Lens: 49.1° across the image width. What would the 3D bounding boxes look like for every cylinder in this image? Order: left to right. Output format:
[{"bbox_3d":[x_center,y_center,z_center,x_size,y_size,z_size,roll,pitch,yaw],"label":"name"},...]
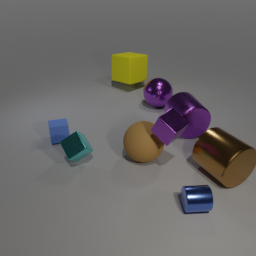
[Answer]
[{"bbox_3d":[2.339,-0.526,11.120,1.400,1.400,1.400,-7,33,-13],"label":"cylinder"},{"bbox_3d":[1.857,1.910,7.591,0.700,0.700,0.700,-2,29,-3],"label":"cylinder"},{"bbox_3d":[2.974,0.883,8.695,1.400,1.400,1.400,-15,33,-25],"label":"cylinder"}]

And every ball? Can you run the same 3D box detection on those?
[{"bbox_3d":[0.533,0.459,9.478,1.400,1.400,1.400,0,29,0],"label":"ball"},{"bbox_3d":[1.426,-1.677,13.289,1.400,1.400,1.400,0,29,0],"label":"ball"}]

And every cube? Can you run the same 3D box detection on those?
[{"bbox_3d":[-2.645,0.110,10.736,0.700,0.700,0.700,-8,26,-15],"label":"cube"},{"bbox_3d":[-1.691,0.615,9.257,0.700,0.700,0.700,-33,73,5],"label":"cube"},{"bbox_3d":[0.081,-3.274,15.216,1.400,1.400,1.400,21,31,39],"label":"cube"},{"bbox_3d":[1.245,-0.035,8.349,0.700,0.700,0.700,-34,70,-34],"label":"cube"}]
